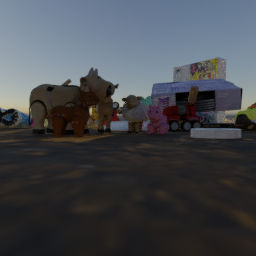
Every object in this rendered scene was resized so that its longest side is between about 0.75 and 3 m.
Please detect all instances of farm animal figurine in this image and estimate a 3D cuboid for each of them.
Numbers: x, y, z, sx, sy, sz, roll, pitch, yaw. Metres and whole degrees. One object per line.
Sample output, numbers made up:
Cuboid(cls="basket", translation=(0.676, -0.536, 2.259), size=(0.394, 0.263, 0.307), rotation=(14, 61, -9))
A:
Cuboid(cls="farm animal figurine", translation=(-0.541, -0.503, 5.625), size=(2.489, 1.252, 2.010), rotation=(-1, 2, -38))

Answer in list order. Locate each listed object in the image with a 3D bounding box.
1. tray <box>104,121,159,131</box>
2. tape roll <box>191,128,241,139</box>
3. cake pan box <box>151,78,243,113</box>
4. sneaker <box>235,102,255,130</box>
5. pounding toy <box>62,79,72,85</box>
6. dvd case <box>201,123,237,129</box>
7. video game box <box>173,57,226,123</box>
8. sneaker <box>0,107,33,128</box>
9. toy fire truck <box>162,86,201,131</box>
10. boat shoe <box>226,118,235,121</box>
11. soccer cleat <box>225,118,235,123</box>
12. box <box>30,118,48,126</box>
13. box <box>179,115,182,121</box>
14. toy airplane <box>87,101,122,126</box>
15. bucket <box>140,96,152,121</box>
Cuboid(cls="tray", translation=(0.586, -0.070, 8.469), size=(2.533, 0.281, 1.360), rotation=(-1, 0, -33))
Cuboid(cls="tape roll", translation=(1.389, 0.082, 4.454), size=(0.779, 0.142, 0.779), rotation=(0, 2, 0))
Cuboid(cls="cake pan box", translation=(2.123, -1.108, 9.319), size=(2.628, 0.746, 2.854), rotation=(-5, 15, 7))
Cuboid(cls="sneaker", translation=(4.136, -0.563, 8.401), size=(2.767, 1.249, 1.081), rotation=(-5, 6, -37))
Cuboid(cls="pounding toy", translation=(-2.964, -0.749, 13.715), size=(2.100, 1.262, 2.720), rotation=(-29, -37, -2))
Cuboid(cls="dvd case", translation=(3.501, -0.081, 10.362), size=(1.297, 0.213, 1.726), rotation=(-1, 1, -32))
Cuboid(cls="video game box", translation=(3.137, -1.485, 12.651), size=(0.683, 2.919, 2.660), rotation=(0, 1, -32))
Cuboid(cls="sneaker", translation=(-4.687, -0.298, 11.174), size=(2.292, 0.898, 1.031), rotation=(10, -7, 37))
Cuboid(cls="toy fire truck", translation=(1.454, -0.496, 7.426), size=(1.021, 1.161, 0.747), rotation=(0, 0, -18))
Cuboid(cls="boat shoe", translation=(5.242, -0.307, 15.042), size=(1.396, 0.479, 0.395), rotation=(-3, 2, -16))
Cuboid(cls="soccer cleat", translation=(4.197, -0.241, 12.542), size=(1.124, 0.436, 0.390), rotation=(0, 1, 6))
Cuboid(cls="box", translation=(-5.116, -0.347, 16.173), size=(0.880, 0.483, 1.000), rotation=(0, 1, 3))
Cuboid(cls="box", translation=(2.055, -0.466, 11.214), size=(1.086, 0.943, 1.644), rotation=(-1, -1, 19))
Cuboid(cls="toy airplane", translation=(-1.586, -0.910, 13.163), size=(2.415, 1.704, 2.405), rotation=(38, -2, -25))
Cuboid(cls="bucket", translation=(1.301, -0.903, 15.714), size=(2.502, 1.628, 2.502), rotation=(0, 2, 0))
